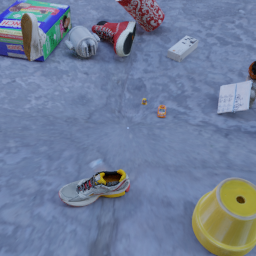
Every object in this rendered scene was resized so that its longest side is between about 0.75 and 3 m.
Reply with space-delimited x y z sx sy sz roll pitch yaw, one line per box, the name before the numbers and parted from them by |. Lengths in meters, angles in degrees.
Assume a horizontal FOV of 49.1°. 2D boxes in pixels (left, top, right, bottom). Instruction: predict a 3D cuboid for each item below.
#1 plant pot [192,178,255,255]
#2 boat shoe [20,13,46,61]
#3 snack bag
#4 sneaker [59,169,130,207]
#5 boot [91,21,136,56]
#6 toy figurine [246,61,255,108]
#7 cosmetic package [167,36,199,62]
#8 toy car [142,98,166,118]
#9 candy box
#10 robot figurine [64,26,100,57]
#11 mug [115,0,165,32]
plant pot | 2.219 1.833 6.013 1.460 1.373 1.460 0 48 0
boat shoe | -1.854 -1.837 5.595 0.421 1.215 0.430 -26 78 -27
snack bag | 3.335 -0.957 8.788 1.069 0.114 1.008 -4 69 50
sneaker | -0.826 1.374 6.880 1.757 0.722 0.684 -13 48 -11
boot | -0.742 -3.746 11.567 1.857 0.932 2.575 6 39 6
toy figurine | 4.954 -1.165 8.529 2.546 1.771 2.506 -16 49 -14
cosmetic package | 2.249 -3.257 11.442 0.603 0.370 1.460 29 53 25
toy car | 0.821 -0.673 9.066 0.966 0.321 0.474 19 50 16
candy box | -4.085 -4.196 11.781 2.505 1.141 2.963 11 49 8
robot figurine | -1.833 -3.495 11.287 1.379 0.919 1.627 -18 49 -20
mug | 0.559 -5.394 12.161 1.346 2.017 1.790 -35 40 22
